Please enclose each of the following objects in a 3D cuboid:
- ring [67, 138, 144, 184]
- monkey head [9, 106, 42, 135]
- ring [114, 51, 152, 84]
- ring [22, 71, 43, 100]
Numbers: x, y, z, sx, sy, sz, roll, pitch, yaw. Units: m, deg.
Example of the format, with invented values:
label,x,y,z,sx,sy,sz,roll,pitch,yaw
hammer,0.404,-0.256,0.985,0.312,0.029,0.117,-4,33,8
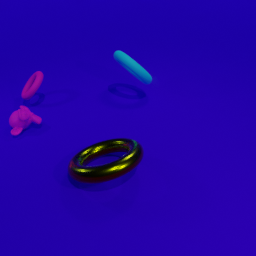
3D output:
label,x,y,z,sx,sy,sz,roll,pitch,yaw
ring,-0.528,0.729,6.650,1.851,0.370,1.851,-13,18,4
monkey head,-3.123,-0.211,8.482,0.847,0.709,1.177,28,23,-20
ring,0.177,-2.157,10.037,1.670,0.334,1.670,39,6,-5
ring,-3.336,-1.481,9.769,0.227,1.135,1.135,33,14,-33
